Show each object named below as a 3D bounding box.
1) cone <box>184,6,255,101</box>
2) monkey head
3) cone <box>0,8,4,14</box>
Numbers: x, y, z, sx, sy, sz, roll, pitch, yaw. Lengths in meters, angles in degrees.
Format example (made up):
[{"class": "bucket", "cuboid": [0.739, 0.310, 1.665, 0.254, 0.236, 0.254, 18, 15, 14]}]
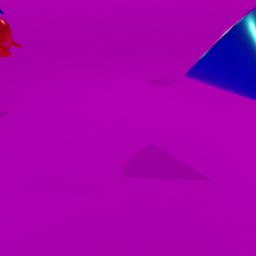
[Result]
[{"class": "cone", "cuboid": [1.974, -0.835, 4.521, 1.501, 1.495, 1.495, 47, 39, 2]}, {"class": "monkey head", "cuboid": [-3.019, -2.113, 6.466, 1.143, 1.589, 0.958, 19, 74, 26]}, {"class": "cone", "cuboid": [-3.613, -3.070, 6.717, 1.333, 1.333, 1.338, 27, 7, 41]}]
